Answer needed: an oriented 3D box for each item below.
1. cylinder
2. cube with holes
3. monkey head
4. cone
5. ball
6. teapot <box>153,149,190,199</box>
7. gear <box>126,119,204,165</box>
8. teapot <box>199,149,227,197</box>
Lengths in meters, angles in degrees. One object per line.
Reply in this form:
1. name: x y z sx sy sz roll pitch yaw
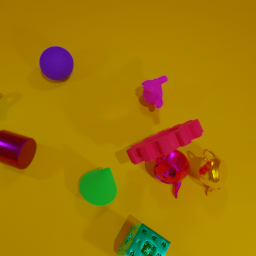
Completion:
1. cylinder: -3.095 0.577 7.555 0.887 0.887 0.887 16 60 10
2. cube with holes: 0.329 2.678 6.220 0.763 0.763 0.763 35 63 -1
3. monkey head: 0.864 -1.142 8.510 0.894 0.749 1.243 -25 32 7
4. cone: -0.595 1.231 6.904 1.018 1.022 1.018 13 48 -15
5. ball: -2.296 -2.079 9.032 1.084 1.084 1.084 0 58 0
6. teapot: 1.077 1.068 7.168 0.982 1.580 0.773 -9 25 36
7. gear: 0.874 0.318 6.747 1.848 1.848 0.342 -25 92 -15
8. teapot: 2.117 1.159 7.110 0.641 1.308 0.813 -4 10 40
